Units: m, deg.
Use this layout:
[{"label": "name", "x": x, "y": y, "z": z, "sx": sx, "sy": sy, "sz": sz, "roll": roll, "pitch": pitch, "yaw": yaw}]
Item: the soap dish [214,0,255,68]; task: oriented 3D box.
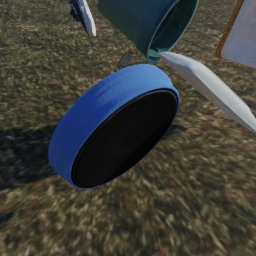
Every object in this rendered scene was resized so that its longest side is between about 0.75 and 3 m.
[{"label": "soap dish", "x": 4.076, "y": -3.117, "z": 7.854, "sx": 2.306, "sy": 2.931, "sz": 1.191, "roll": 17, "pitch": 42, "yaw": 3}]

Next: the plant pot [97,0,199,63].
[{"label": "plant pot", "x": 0.442, "y": -3.373, "z": 7.901, "sx": 2.169, "sy": 2.214, "sz": 2.214, "roll": 40, "pitch": 51, "yaw": 14}]

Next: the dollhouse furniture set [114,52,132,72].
[{"label": "dollhouse furniture set", "x": 0.097, "y": -1.256, "z": 6.904, "sx": 1.070, "sy": 0.673, "sz": 1.210, "roll": -4, "pitch": 58, "yaw": 63}]

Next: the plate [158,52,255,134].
[{"label": "plate", "x": 1.518, "y": -0.795, "z": 5.315, "sx": 1.861, "sy": 0.302, "sz": 1.865, "roll": 37, "pitch": 12, "yaw": -21}]

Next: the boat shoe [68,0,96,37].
[{"label": "boat shoe", "x": -1.569, "y": -3.710, "z": 9.000, "sx": 0.600, "sy": 1.769, "sz": 0.635, "roll": -20, "pitch": 5, "yaw": 12}]

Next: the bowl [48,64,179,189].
[{"label": "bowl", "x": -0.097, "y": 0.078, "z": 4.068, "sx": 2.117, "sy": 2.117, "sz": 0.416, "roll": -28, "pitch": 61, "yaw": -30}]
